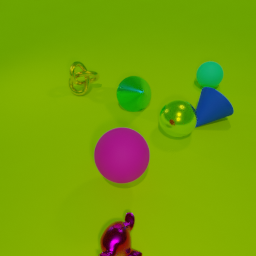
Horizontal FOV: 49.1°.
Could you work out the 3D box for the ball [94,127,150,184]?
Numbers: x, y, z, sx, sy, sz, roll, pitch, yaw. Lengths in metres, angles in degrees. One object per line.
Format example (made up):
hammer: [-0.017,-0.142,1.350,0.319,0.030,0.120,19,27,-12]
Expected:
ball: [-0.139,0.633,6.523,1.297,1.297,1.297,0,41,0]

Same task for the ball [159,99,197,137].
ball: [1.466,-0.284,8.234,1.108,1.108,1.108,0,41,0]

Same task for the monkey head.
monkey head: [-0.111,2.290,5.534,0.852,0.714,1.185,20,38,20]

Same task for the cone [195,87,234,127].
cone: [2.395,-0.414,8.780,1.239,1.235,1.235,-45,53,-8]

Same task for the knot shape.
knot shape: [-1.550,-1.771,9.952,1.114,1.190,0.550,-9,37,-20]

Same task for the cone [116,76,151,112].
cone: [0.324,-1.087,8.746,1.195,1.195,1.200,-10,6,-11]

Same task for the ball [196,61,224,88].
ball: [2.982,-1.939,10.218,0.957,0.957,0.957,0,41,0]
